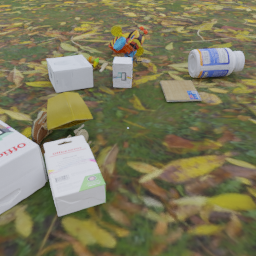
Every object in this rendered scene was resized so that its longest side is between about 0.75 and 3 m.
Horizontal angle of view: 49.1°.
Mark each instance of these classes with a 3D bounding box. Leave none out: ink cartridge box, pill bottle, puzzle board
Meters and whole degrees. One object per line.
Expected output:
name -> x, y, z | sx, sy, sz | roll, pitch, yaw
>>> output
ink cartridge box -> -0.206, -2.204, 11.123 | 0.740, 1.013, 0.743 | 3, 34, 2
ink cartridge box -> -3.586, 0.763, 6.503 | 2.797, 1.174, 2.025 | 25, 41, 32
pill bottle -> 3.713, -2.753, 11.813 | 2.104, 1.179, 1.179 | -5, 34, -8
ink cartridge box -> -1.307, 1.019, 6.590 | 1.102, 0.633, 1.882 | -12, 37, -17
puzzle board -> 1.979, -1.425, 10.754 | 1.273, 0.147, 1.689 | -1, 34, -3

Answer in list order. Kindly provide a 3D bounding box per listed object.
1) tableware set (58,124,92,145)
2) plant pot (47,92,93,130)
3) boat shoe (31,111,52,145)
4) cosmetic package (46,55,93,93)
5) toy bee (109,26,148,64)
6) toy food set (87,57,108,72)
tableware set -> -1.440, 0.382, 7.532 | 0.188, 0.619, 0.937 | 6, 37, 40
plant pot -> -1.762, -0.515, 8.093 | 0.986, 0.870, 0.986 | -18, -3, 24
boat shoe -> -2.491, -0.045, 8.299 | 0.532, 0.545, 1.441 | 2, 38, -4
cosmetic package -> -2.317, -2.199, 11.191 | 1.502, 0.924, 1.498 | -13, 36, -19
toy bee -> 0.233, -4.076, 13.424 | 2.959, 1.609, 1.937 | 42, 6, 35
toy food set -> -1.901, -2.975, 12.878 | 1.766, 0.354, 1.219 | 5, 34, 8
